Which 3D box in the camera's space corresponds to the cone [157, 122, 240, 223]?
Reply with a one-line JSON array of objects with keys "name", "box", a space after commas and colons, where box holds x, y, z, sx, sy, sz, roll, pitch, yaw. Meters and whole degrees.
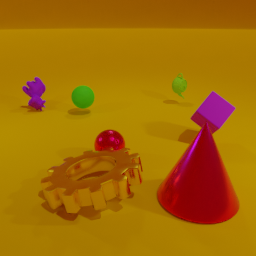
[{"name": "cone", "box": [1.367, 0.622, 5.203, 1.559, 1.565, 1.559, 1, 21, 0]}]

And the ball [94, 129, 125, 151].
[{"name": "ball", "box": [-0.442, 0.412, 6.823, 0.760, 0.760, 0.760, 0, 22, 0]}]

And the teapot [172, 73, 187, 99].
[{"name": "teapot", "box": [2.080, -1.648, 11.080, 0.528, 1.078, 0.670, 16, 34, 41]}]

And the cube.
[{"name": "cube", "box": [2.288, -0.392, 7.634, 0.755, 0.755, 0.755, 40, -11, 9]}]

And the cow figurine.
[{"name": "cow figurine", "box": [-3.413, -1.263, 10.572, 0.635, 1.138, 1.156, -35, 12, 33]}]

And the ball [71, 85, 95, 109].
[{"name": "ball", "box": [-1.612, -1.110, 10.043, 0.832, 0.832, 0.832, 0, 22, 0]}]

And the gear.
[{"name": "gear", "box": [-0.692, 0.934, 5.551, 1.949, 0.360, 1.949, -11, 17, 3]}]
